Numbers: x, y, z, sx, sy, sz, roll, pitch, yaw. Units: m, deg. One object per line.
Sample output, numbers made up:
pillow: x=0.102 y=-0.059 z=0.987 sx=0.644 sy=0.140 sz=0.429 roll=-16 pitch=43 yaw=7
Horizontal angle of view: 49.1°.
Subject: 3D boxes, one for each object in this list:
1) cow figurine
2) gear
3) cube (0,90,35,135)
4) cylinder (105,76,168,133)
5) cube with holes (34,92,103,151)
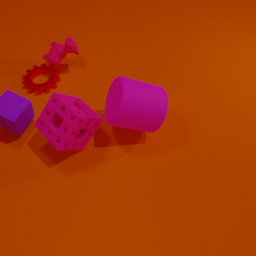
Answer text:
cow figurine: x=-2.238 y=-2.532 z=9.422 sx=1.126 sy=0.628 sz=1.145 roll=31 pitch=84 yaw=41
gear: x=-2.973 y=-1.692 z=9.625 sx=1.227 sy=0.227 sz=1.227 roll=0 pitch=57 yaw=0
cube: x=-3.348 y=-0.441 z=8.167 sx=0.822 sy=0.822 sz=0.822 roll=26 pitch=60 yaw=5
cylinder: x=0.206 y=-0.648 z=7.985 sx=1.378 sy=1.378 sz=1.378 roll=11 pitch=54 yaw=-23
cube with holes: x=-1.641 y=-0.160 z=7.830 sx=1.115 sy=1.115 sz=1.115 roll=41 pitch=106 yaw=23
